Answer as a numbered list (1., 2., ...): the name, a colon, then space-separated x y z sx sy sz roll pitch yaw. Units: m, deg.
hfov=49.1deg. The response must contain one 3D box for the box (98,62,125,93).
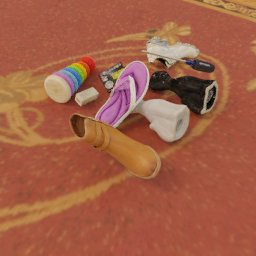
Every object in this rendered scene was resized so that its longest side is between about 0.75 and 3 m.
1. box: -0.491 -1.835 10.175 0.987 0.218 0.791 -29 67 4

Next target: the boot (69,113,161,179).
1. boot: -0.406 0.441 7.132 2.323 1.797 0.856 30 91 45

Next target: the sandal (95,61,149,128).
1. sandal: -0.133 -0.976 8.568 1.021 0.617 2.510 28 84 12

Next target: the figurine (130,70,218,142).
1. figurine: 1.138 -0.949 9.236 2.572 1.135 2.636 27 52 36

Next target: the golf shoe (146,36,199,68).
1. golf shoe: 1.805 -2.929 11.407 2.282 0.894 1.109 4 87 -15

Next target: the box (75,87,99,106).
1. box: -1.408 -1.084 9.597 0.753 0.293 0.358 -30 70 -39

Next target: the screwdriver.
1. screwdriver: 1.600 -2.114 8.545 2.652 0.386 0.370 11 19 -27

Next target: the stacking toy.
1. stacking toy: -1.910 -1.937 10.229 1.031 1.031 2.415 19 44 18
